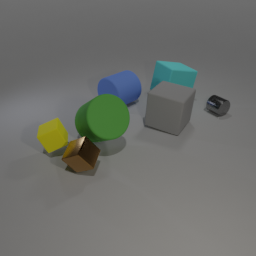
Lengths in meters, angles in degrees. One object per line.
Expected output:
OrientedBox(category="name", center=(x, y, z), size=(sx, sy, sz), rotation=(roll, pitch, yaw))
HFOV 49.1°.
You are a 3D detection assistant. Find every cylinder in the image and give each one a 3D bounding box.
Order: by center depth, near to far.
OrientedBox(category="cylinder", center=(-0.854, -0.274, 8.977), size=(1.400, 1.400, 1.400), rotation=(-17, 1, -26))
OrientedBox(category="cylinder", center=(3.757, -0.944, 11.676), size=(0.700, 0.700, 0.700), rotation=(-18, 35, -27))
OrientedBox(category="cylinder", center=(-0.369, -1.669, 12.209), size=(1.400, 1.400, 1.400), rotation=(25, 39, 36))

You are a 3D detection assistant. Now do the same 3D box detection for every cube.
OrientedBox(category="cube", center=(-1.350, 0.778, 8.130), size=(0.700, 0.700, 0.700), rotation=(-17, 39, 35))
OrientedBox(category="cube", center=(-2.384, 0.230, 8.920), size=(0.700, 0.700, 0.700), rotation=(-24, 33, 4))
OrientedBox(category="cube", center=(1.594, -0.787, 10.627), size=(1.400, 1.400, 1.400), rotation=(19, 35, 23))
OrientedBox(category="cube", center=(2.058, -2.171, 12.831), size=(1.400, 1.400, 1.400), rotation=(-2, 28, -27))
